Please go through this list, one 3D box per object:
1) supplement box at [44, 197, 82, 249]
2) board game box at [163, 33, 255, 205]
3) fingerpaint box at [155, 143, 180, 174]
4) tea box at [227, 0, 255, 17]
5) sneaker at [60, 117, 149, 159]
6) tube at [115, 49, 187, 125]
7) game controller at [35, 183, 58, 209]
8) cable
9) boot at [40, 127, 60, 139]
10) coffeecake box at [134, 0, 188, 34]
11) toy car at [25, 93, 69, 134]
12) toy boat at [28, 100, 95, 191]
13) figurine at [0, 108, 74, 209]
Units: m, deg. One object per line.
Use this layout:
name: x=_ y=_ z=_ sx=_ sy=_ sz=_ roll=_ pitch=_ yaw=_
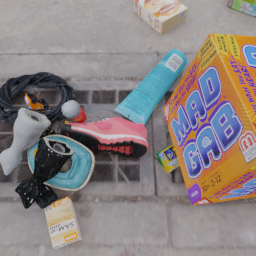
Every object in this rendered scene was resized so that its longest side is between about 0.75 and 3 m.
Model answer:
supplement box: x=-1.676 y=2.418 z=7.177 sx=0.689 sy=0.402 sz=1.093 roll=-19 pitch=63 yaw=-8
board game box: x=2.992 y=-0.100 z=6.818 sx=2.904 sy=2.903 sz=2.906 roll=-3 pitch=60 yaw=-18
fingerpaint box: x=1.280 y=0.838 z=8.132 sx=0.770 sy=0.282 sz=0.642 roll=-29 pitch=65 yaw=-15
tea box: x=5.315 y=-5.598 z=11.112 sx=1.936 sy=1.315 sz=1.968 roll=27 pitch=64 yaw=15
sneaker: x=-0.662 y=0.164 z=8.299 sx=2.598 sy=0.957 sz=1.127 roll=9 pitch=47 yaw=1
tube: x=0.871 y=-1.372 z=9.176 sx=1.124 sy=0.731 sz=2.902 roll=30 pitch=70 yaw=28
game controller: x=-2.282 y=1.752 z=7.473 sx=0.521 sy=0.210 sz=0.998 roll=-29 pitch=36 yaw=-29
cable: x=-2.923 y=-1.004 z=9.059 sx=2.426 sy=0.616 sz=1.979 roll=-11 pitch=55 yaw=-7
boot: x=-2.471 y=0.046 z=8.209 sx=1.209 sy=0.913 sz=0.436 roll=24 pitch=64 yaw=13
coffeecake box: x=1.251 y=-4.643 z=10.984 sx=1.308 sy=0.623 sz=1.704 roll=-34 pitch=66 yaw=-17
toy car: x=-2.571 y=-0.376 z=8.560 sx=1.719 sy=0.843 sz=0.572 roll=42 pitch=101 yaw=27
toy boat: x=-1.761 y=0.438 z=7.637 sx=1.974 sy=1.091 sz=2.348 roll=15 pitch=79 yaw=13
figurine: x=-2.565 y=0.765 z=7.211 sx=1.943 sy=0.836 sz=1.896 roll=45 pitch=108 yaw=28
